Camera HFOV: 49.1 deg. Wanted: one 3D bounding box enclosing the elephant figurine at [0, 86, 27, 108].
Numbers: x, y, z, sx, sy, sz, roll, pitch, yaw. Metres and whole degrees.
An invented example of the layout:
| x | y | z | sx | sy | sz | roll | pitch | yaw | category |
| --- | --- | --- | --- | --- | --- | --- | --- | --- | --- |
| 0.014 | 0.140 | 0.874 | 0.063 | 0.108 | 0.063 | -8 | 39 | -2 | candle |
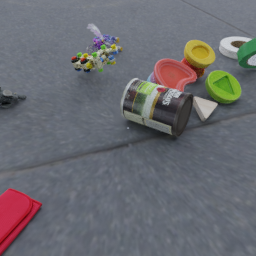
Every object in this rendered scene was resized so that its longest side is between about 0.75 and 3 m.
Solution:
| x | y | z | sx | sy | sz | roll | pitch | yaw | category |
| --- | --- | --- | --- | --- | --- | --- | --- | --- | --- |
| -3.469 | -0.876 | 8.053 | 0.845 | 0.598 | 0.655 | 16 | 69 | -4 | elephant figurine |

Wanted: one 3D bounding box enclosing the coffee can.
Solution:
| x | y | z | sx | sy | sz | roll | pitch | yaw | category |
| --- | --- | --- | --- | --- | --- | --- | --- | --- | --- |
| 0.733 | -0.537 | 7.138 | 1.533 | 1.122 | 1.122 | 20 | 43 | 23 | coffee can |

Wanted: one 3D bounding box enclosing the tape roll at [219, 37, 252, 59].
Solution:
| x | y | z | sx | sy | sz | roll | pitch | yaw | category |
| --- | --- | --- | --- | --- | --- | --- | --- | --- | --- |
| 4.405 | -3.122 | 10.932 | 1.629 | 0.298 | 1.629 | 0 | 40 | 0 | tape roll |

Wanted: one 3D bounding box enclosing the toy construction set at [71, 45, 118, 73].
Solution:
| x | y | z | sx | sy | sz | roll | pitch | yaw | category |
| --- | --- | --- | --- | --- | --- | --- | --- | --- | --- |
| -1.134 | -2.191 | 8.987 | 1.107 | 0.778 | 1.689 | -41 | 24 | -26 | toy construction set |

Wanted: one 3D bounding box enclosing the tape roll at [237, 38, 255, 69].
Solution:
| x | y | z | sx | sy | sz | roll | pitch | yaw | category |
| --- | --- | --- | --- | --- | --- | --- | --- | --- | --- |
| 4.485 | -2.470 | 9.051 | 1.765 | 1.765 | 0.424 | -4 | 78 | -5 | tape roll |

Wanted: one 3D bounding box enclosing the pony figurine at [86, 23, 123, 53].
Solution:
| x | y | z | sx | sy | sz | roll | pitch | yaw | category |
| --- | --- | --- | --- | --- | --- | --- | --- | --- | --- |
| -0.992 | -3.336 | 10.816 | 1.301 | 1.083 | 1.256 | 14 | 9 | 22 | pony figurine |

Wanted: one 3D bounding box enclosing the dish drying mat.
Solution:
| x | y | z | sx | sy | sz | roll | pitch | yaw | category |
| --- | --- | --- | --- | --- | --- | --- | --- | --- | --- |
| -2.544 | 1.989 | 4.765 | 0.882 | 0.209 | 2.297 | 16 | 42 | 21 | dish drying mat |

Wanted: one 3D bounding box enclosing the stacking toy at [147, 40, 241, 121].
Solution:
| x | y | z | sx | sy | sz | roll | pitch | yaw | category |
| --- | --- | --- | --- | --- | --- | --- | --- | --- | --- |
| 1.949 | -1.245 | 8.528 | 2.562 | 1.082 | 2.319 | -33 | 75 | -30 | stacking toy |
